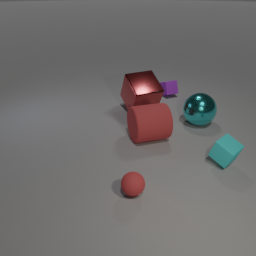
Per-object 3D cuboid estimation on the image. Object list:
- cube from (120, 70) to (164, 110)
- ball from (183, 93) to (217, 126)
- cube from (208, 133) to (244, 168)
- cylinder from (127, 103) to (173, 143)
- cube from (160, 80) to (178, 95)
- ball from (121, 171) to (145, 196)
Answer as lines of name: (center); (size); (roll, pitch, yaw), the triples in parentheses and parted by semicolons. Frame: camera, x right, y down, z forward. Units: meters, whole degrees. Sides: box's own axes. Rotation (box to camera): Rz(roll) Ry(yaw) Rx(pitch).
cube: (0.615, -1.620, 12.956); (1.400, 1.400, 1.400); (-13, 57, -21)
ball: (3.046, -0.790, 11.898); (1.400, 1.400, 1.400); (0, 28, 0)
cube: (3.219, 0.746, 9.211); (0.700, 0.700, 0.700); (-27, 58, -35)
cylinder: (0.818, -0.201, 10.785); (1.400, 1.400, 1.400); (-8, 29, -15)
cube: (2.175, -2.139, 14.943); (0.700, 0.700, 0.700); (-13, 10, -22)
ball: (0.144, 1.600, 8.027); (0.700, 0.700, 0.700); (0, 28, 0)
